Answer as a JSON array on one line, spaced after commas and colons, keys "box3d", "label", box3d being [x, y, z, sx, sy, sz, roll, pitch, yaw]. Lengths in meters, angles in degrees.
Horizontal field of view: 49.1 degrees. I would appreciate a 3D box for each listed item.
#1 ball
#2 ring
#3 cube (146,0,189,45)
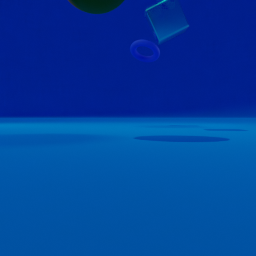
[{"box3d": [-0.576, -2.736, 4.929, 1.359, 1.359, 1.359, 0, 2, 0], "label": "ball"}, {"box3d": [0.685, -3.104, 11.338, 1.224, 0.245, 1.224, 14, -22, 6], "label": "ring"}, {"box3d": [1.072, -2.967, 7.791, 0.887, 0.887, 0.887, -25, 6, 8], "label": "cube"}]
